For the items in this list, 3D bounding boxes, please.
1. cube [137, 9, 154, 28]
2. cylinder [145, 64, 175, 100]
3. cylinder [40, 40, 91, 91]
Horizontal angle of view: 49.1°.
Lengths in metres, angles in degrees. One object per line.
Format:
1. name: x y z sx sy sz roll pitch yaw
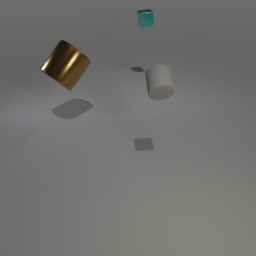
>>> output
1. cube: 0.908 -5.729 14.595 0.700 0.700 0.700 -11 36 -5
2. cylinder: 0.846 -1.218 7.490 0.700 0.700 0.700 -3 61 -5
3. cylinder: -2.377 -2.376 10.718 1.400 1.400 1.400 35 -1 1
